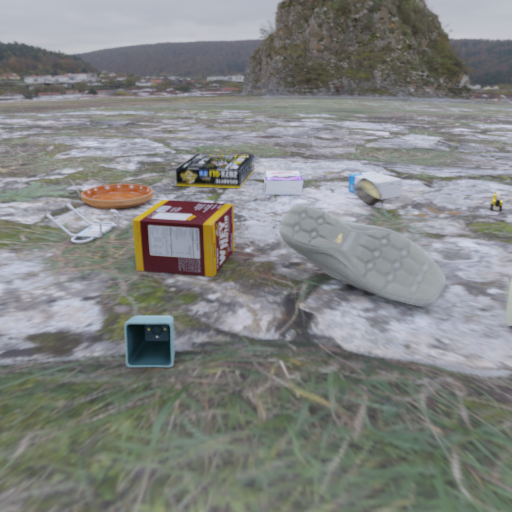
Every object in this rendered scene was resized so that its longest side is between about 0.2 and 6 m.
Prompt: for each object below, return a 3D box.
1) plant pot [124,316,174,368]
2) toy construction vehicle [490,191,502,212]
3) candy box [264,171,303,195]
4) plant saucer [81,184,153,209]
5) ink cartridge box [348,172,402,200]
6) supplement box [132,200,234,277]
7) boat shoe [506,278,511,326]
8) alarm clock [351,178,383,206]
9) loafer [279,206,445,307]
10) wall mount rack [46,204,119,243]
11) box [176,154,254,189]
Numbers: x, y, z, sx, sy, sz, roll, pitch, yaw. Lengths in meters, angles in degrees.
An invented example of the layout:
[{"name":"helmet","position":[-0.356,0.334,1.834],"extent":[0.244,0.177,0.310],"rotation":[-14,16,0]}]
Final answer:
[{"name":"plant pot","position":[-1.405,1.108,7.648],"extent":[0.630,0.629,0.642],"rotation":[0,11,0]},{"name":"toy construction vehicle","position":[6.648,-1.394,14.545],"extent":[1.025,0.414,1.177],"rotation":[9,22,22]},{"name":"candy box","position":[0.790,-2.164,16.527],"extent":[1.087,0.464,1.296],"rotation":[0,21,-1]},{"name":"plant saucer","position":[-3.787,-1.619,15.320],"extent":[1.905,0.307,1.905],"rotation":[1,20,0]},{"name":"ink cartridge box","position":[3.390,-2.011,16.021],"extent":[0.914,0.535,1.264],"rotation":[-12,22,-29]},{"name":"supplement box","position":[-1.360,-0.386,10.965],"extent":[1.545,1.026,1.524],"rotation":[5,21,12]},{"name":"boat shoe","position":[4.416,0.560,8.858],"extent":[0.716,0.814,2.288],"rotation":[12,19,28]},{"name":"alarm clock","position":[2.874,-1.706,14.832],"extent":[1.111,0.370,0.749],"rotation":[15,44,-42]},{"name":"loafer","position":[1.834,0.008,9.791],"extent":[3.143,1.099,1.097],"rotation":[30,-6,32]},{"name":"wall mount rack","position":[-3.887,-0.766,12.671],"extent":[1.300,0.558,1.497],"rotation":[4,20,12]},{"name":"box","position":[-1.251,-2.754,17.915],"extent":[2.020,0.624,2.530],"rotation":[4,21,8]}]
